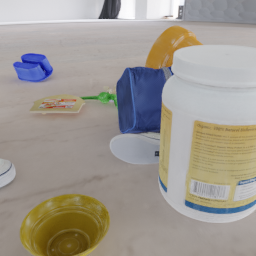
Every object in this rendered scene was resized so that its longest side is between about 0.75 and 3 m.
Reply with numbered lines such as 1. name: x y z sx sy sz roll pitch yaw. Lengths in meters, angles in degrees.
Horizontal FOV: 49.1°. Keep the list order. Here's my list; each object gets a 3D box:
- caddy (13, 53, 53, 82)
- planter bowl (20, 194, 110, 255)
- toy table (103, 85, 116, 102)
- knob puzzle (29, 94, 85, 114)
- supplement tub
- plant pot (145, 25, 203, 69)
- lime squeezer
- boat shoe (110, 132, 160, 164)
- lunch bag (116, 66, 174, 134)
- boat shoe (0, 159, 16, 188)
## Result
1. caddy: -4.670 -2.912 13.873 1.944 1.020 1.374 13 51 23
2. planter bowl: -1.007 1.784 4.676 1.433 0.597 1.433 0 27 0
3. toy table: -0.638 -1.390 11.287 0.868 0.509 0.798 7 27 11
4. knob puzzle: -2.527 -0.852 10.394 2.097 0.291 2.097 0 24 0
5. supplement tub: 1.706 0.059 5.454 2.146 2.966 2.146 0 27 0
6. plant pot: 2.428 -2.354 11.233 2.462 2.689 2.689 36 41 27
7. lime squeezer: -0.856 -0.967 10.667 2.627 0.495 0.928 23 65 37
8. boat shoe: 0.597 0.451 7.248 2.142 0.760 0.748 2 20 -5
9. lunch bag: 0.645 -0.742 8.084 1.648 1.692 2.491 -5 -3 -12
10. boat shoe: -4.049 0.909 6.008 2.966 0.990 1.091 -7 27 -14
